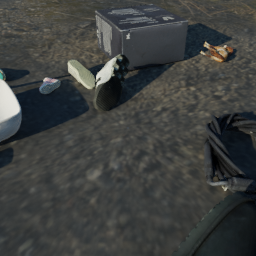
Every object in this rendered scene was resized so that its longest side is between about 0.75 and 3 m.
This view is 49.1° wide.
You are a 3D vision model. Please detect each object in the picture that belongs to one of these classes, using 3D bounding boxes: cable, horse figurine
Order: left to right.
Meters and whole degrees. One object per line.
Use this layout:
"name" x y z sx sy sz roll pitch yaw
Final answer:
"horse figurine" 3.537 -3.005 11.075 1.205 0.454 1.819 26 33 6
"cable" 2.861 0.495 6.286 2.289 0.713 2.806 8 37 10

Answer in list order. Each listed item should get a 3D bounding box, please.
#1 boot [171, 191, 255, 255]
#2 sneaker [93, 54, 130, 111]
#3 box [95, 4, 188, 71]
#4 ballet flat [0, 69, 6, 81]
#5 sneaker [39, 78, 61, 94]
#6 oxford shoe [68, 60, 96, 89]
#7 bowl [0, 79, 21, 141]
"boot" 1.557 2.416 3.309 2.988 1.141 2.510 -33 44 -27
"sneaker" -0.658 -1.313 8.655 0.918 0.768 2.073 -9 47 42
"box" 0.437 -3.660 11.055 2.694 1.608 2.739 -15 39 -19
"ballet flat" -4.676 -1.955 9.802 1.334 0.450 0.416 19 27 22
"sneaker" -2.650 -1.380 9.103 0.459 0.331 0.879 20 36 22
"oxford shoe" -1.588 -1.774 9.595 0.555 0.426 1.476 -21 56 -37
"bowl" -3.985 -0.231 7.096 2.320 0.866 2.316 -21 43 -27
